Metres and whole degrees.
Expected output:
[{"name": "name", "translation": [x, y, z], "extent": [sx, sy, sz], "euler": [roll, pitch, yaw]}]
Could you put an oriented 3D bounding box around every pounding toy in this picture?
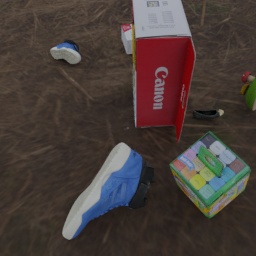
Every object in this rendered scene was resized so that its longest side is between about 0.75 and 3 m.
[{"name": "pounding toy", "translation": [3.541, -1.181, 7.839], "extent": [0.688, 1.144, 1.482], "euler": [33, 33, 28]}]

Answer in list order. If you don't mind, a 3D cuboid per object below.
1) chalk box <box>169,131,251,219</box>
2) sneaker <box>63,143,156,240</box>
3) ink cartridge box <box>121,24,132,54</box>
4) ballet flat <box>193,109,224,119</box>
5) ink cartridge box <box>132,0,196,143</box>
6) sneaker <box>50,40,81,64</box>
[{"name": "chalk box", "translation": [1.624, 0.936, 5.630], "extent": [1.097, 1.772, 1.103], "euler": [-39, 58, -4]}, {"name": "sneaker", "translation": [-0.287, 1.516, 5.742], "extent": [1.219, 0.841, 2.192], "euler": [37, 81, -11]}, {"name": "ink cartridge box", "translation": [0.571, -3.245, 10.052], "extent": [1.458, 0.608, 1.059], "euler": [-9, 49, -8]}, {"name": "ballet flat", "translation": [2.242, -0.410, 7.836], "extent": [0.840, 0.239, 0.279], "euler": [-5, 43, 13]}, {"name": "ink cartridge box", "translation": [0.727, -1.379, 7.016], "extent": [1.200, 2.861, 2.512], "euler": [-2, 50, 0]}, {"name": "sneaker", "translation": [-1.898, -2.620, 9.463], "extent": [1.473, 0.566, 0.820], "euler": [19, 51, 42]}]
